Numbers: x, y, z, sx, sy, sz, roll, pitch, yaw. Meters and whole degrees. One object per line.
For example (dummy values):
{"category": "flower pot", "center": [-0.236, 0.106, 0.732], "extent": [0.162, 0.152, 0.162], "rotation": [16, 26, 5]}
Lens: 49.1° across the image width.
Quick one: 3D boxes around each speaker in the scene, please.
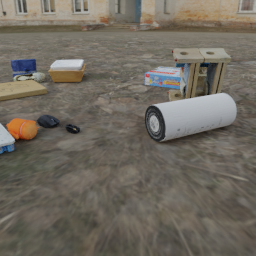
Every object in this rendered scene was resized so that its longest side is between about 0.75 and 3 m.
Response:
{"category": "speaker", "center": [1.610, -0.294, 7.039], "extent": [2.261, 0.918, 0.918], "rotation": [-12, 25, -25]}

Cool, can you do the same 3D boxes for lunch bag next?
{"category": "lunch bag", "center": [-4.632, -2.597, 12.550], "extent": [0.943, 0.918, 1.388], "rotation": [-12, 17, -31]}

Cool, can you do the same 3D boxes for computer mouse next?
{"category": "computer mouse", "center": [-1.872, -0.130, 7.507], "extent": [1.479, 0.252, 0.434], "rotation": [13, 25, 27]}

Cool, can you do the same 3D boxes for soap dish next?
{"category": "soap dish", "center": [-2.713, -2.617, 12.822], "extent": [1.474, 0.761, 1.874], "rotation": [-2, 22, -4]}

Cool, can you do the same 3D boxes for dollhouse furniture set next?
{"category": "dollhouse furniture set", "center": [2.207, -2.102, 9.745], "extent": [1.676, 1.686, 2.392], "rotation": [0, 37, -1]}

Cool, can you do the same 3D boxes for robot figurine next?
{"category": "robot figurine", "center": [-2.577, 0.030, 6.842], "extent": [0.812, 0.473, 0.584], "rotation": [10, 2, 25]}

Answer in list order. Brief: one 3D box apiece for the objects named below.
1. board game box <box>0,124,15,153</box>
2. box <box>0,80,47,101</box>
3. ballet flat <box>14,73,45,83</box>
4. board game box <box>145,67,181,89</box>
{"category": "board game box", "center": [-3.885, 0.318, 6.350], "extent": [2.063, 0.267, 2.063], "rotation": [-16, 27, -33]}
{"category": "box", "center": [-4.484, -1.441, 10.676], "extent": [2.271, 0.242, 1.857], "rotation": [-14, 27, -32]}
{"category": "ballet flat", "center": [-4.167, -2.112, 11.963], "extent": [1.337, 0.451, 0.417], "rotation": [-15, 8, -24]}
{"category": "board game box", "center": [1.887, -2.215, 12.187], "extent": [1.802, 0.503, 1.764], "rotation": [12, 26, 26]}
